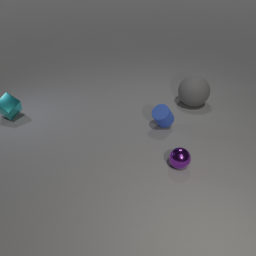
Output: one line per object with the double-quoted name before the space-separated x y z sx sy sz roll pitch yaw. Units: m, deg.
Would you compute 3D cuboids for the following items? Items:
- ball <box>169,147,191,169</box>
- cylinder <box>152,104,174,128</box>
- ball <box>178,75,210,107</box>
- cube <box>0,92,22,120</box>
"ball" 1.670 0.970 9.007 0.700 0.700 0.700 0 32 0
"cylinder" 1.362 -0.470 10.871 0.700 0.700 0.700 -13 58 22
"ball" 2.944 -1.655 12.482 1.400 1.400 1.400 0 32 0
"cube" -4.881 -0.879 11.486 0.700 0.700 0.700 33 63 3
